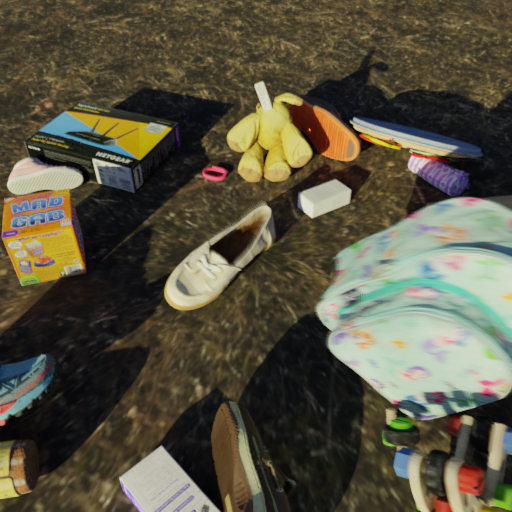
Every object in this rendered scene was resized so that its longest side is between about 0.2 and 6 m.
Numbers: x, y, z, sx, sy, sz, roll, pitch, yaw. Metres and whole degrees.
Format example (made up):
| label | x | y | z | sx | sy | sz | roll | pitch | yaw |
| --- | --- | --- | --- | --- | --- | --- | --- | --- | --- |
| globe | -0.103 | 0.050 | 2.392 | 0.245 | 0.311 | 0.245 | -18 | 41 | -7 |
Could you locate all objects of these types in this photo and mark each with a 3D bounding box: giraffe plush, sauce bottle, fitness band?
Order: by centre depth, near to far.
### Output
| label | x | y | z | sx | sy | sz | roll | pitch | yaw |
| --- | --- | --- | --- | --- | --- | --- | --- | --- | --- |
| sauce bottle | -4.261 | 3.045 | 7.688 | 2.355 | 0.777 | 0.777 | -5 | 43 | -6 |
| fitness band | -1.010 | -2.005 | 13.654 | 0.599 | 0.112 | 0.430 | 16 | 48 | 18 |
| giraffe plush | 0.310 | -3.033 | 13.730 | 1.969 | 2.282 | 1.851 | -3 | 14 | 2 |

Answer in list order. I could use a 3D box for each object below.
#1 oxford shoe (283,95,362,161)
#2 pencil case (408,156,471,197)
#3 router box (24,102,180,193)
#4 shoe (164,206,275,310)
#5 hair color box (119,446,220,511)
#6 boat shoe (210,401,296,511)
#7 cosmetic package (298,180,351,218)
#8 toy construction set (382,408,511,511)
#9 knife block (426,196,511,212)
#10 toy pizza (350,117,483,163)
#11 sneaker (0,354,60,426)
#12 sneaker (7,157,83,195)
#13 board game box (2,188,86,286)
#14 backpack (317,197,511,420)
| label | x | y | z | sx | sy | sz | roll | pitch | yaw |
| --- | --- | --- | --- | --- | --- | --- | --- | --- | --- |
| oxford shoe | 1.865 | -3.480 | 14.549 | 1.141 | 1.116 | 3.131 | -18 | 45 | -25 |
| pencil case | 4.292 | -1.983 | 13.221 | 0.625 | 0.637 | 1.490 | -16 | 43 | -35 |
| router box | -3.772 | -2.795 | 13.992 | 3.040 | 0.776 | 2.267 | 16 | 45 | 16 |
| shoe | -0.648 | -0.042 | 10.862 | 1.013 | 0.774 | 2.898 | 38 | 54 | 17 |
| hair color box | -1.159 | 3.345 | 7.614 | 0.738 | 0.438 | 1.351 | -32 | 49 | -30 |
| boat shoe | 0.027 | 3.171 | 7.609 | 0.964 | 0.962 | 2.606 | 12 | 37 | -23 |
| cosmetic package | 1.538 | -1.295 | 12.625 | 1.093 | 0.390 | 0.555 | -22 | 44 | -26 |
| toy construction set | 2.918 | 3.211 | 7.008 | 2.621 | 2.014 | 2.186 | -2 | 0 | 15 |
| knife block | 5.624 | -0.553 | 10.928 | 3.230 | 1.177 | 3.680 | -38 | 51 | -27 |
| toy pizza | 3.805 | -2.743 | 13.565 | 3.216 | 0.510 | 3.216 | 12 | 19 | -4 |
| sneaker | -4.417 | 1.925 | 8.171 | 2.920 | 1.395 | 1.158 | -20 | 11 | -21 |
| sneaker | -4.952 | -1.990 | 13.223 | 1.697 | 0.639 | 0.887 | -9 | 48 | -3 |
| board game box | -4.145 | -0.386 | 11.034 | 1.255 | 1.254 | 1.254 | -11 | 44 | -12 |
| backpack | 2.663 | 0.749 | 8.014 | 2.714 | 3.057 | 2.301 | 41 | 39 | -18 |
